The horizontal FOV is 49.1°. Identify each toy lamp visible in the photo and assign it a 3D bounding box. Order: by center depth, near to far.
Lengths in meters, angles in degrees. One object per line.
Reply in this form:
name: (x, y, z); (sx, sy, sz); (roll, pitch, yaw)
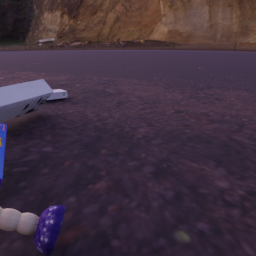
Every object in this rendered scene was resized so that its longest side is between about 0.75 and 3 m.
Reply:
toy lamp: (-2.145, 1.010, 3.481); (2.583, 0.752, 0.752); (19, 16, -13)

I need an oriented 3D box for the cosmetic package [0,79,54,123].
cosmetic package: (-3.676, -0.831, 9.068); (0.683, 1.113, 2.698); (48, 28, 3)

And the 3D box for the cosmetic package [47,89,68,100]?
cosmetic package: (-3.492, -1.488, 12.540); (1.288, 0.333, 0.971); (-11, 20, -30)

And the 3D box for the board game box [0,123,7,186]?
board game box: (-2.975, 0.438, 5.351); (1.118, 0.372, 1.662); (13, 31, -28)
